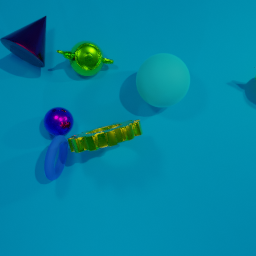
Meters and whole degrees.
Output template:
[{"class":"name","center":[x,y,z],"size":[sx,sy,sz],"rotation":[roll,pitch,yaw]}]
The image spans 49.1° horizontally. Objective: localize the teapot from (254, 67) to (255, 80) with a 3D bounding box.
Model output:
[{"class":"teapot","center":[3.996,-1.277,7.541],"size":[1.486,0.728,0.924],"rotation":[15,51,-2]}]

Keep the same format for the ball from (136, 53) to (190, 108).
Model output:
[{"class":"ball","center":[0.903,-1.228,7.286],"size":[1.387,1.387,1.387],"rotation":[0,77,0]}]

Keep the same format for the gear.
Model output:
[{"class":"gear","center":[-0.537,0.175,6.764],"size":[1.770,1.770,0.327],"rotation":[-15,96,-3]}]

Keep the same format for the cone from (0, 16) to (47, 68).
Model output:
[{"class":"cone","center":[-2.501,-2.503,7.508],"size":[1.253,1.253,1.258],"rotation":[25,79,6]}]

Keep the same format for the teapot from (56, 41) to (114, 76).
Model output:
[{"class":"teapot","center":[-1.160,-1.929,7.660],"size":[1.571,0.769,0.977],"rotation":[6,94,-15]}]

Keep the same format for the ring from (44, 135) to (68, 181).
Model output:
[{"class":"ring","center":[-1.760,0.735,6.923],"size":[0.225,1.127,1.127],"rotation":[10,77,6]}]

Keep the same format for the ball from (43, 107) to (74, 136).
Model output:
[{"class":"ball","center":[-1.821,-0.168,7.373],"size":[0.775,0.775,0.775],"rotation":[0,77,0]}]
